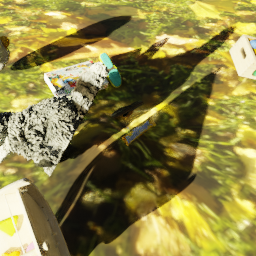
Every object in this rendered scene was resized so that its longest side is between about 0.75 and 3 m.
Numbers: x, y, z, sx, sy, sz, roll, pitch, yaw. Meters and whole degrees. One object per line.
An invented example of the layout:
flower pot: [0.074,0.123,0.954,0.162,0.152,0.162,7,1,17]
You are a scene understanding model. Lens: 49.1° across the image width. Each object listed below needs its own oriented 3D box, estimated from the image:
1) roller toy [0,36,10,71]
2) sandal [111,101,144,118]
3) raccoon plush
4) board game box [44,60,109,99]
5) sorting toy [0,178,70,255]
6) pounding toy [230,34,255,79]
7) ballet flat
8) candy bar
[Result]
roller toy: [-4.335,-2.228,8.498,1.313,1.006,1.440,-8,58,18]
sandal: [0.011,-0.454,7.523,0.950,0.259,0.388,-27,24,-15]
raccoon plush: [-1.936,-0.437,5.867,1.957,1.413,2.921,30,72,-9]
board game box: [-1.507,-1.393,8.280,1.591,0.275,1.004,-24,67,-29]
sorting toy: [-1.776,1.956,3.952,1.698,1.008,1.886,-24,75,-8]
pounding toy: [3.972,-2.029,8.272,1.251,0.966,1.359,6,57,-19]
ballet flat: [-0.549,-1.788,8.696,0.389,1.163,0.390,-29,5,-12]
candy bar: [0.268,0.079,6.881,1.100,0.122,0.274,-35,92,-33]
